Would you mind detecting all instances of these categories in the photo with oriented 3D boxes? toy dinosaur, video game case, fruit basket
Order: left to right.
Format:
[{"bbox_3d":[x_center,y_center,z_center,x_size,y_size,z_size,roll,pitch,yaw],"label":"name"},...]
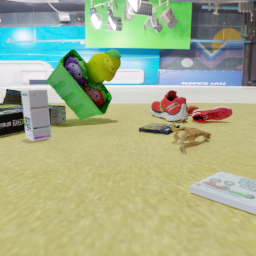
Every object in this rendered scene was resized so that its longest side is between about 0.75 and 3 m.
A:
[{"bbox_3d":[-1.298,-1.825,10.146,2.580,2.580,1.861,2,32,9],"label":"fruit basket"},{"bbox_3d":[0.985,0.013,8.655,0.943,0.133,1.044,6,13,29],"label":"video game case"},{"bbox_3d":[1.462,0.161,6.849,0.917,0.522,1.727,11,15,40],"label":"toy dinosaur"},{"bbox_3d":[1.567,0.887,4.007,0.921,0.120,1.011,-10,14,-43],"label":"video game case"}]

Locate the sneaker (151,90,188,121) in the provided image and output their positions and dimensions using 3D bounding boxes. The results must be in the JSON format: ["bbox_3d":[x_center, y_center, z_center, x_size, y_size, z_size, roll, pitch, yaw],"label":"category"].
[{"bbox_3d":[1.681,-0.960,11.151,1.010,1.113,2.622,-3,11,-18],"label":"sneaker"}]

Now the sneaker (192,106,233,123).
[{"bbox_3d":[3.026,-0.402,10.140,1.448,0.567,0.836,-9,15,22],"label":"sneaker"}]

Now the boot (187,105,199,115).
[{"bbox_3d":[2.547,-0.696,11.896,1.063,0.399,0.570,-8,16,-3],"label":"boot"}]

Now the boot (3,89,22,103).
[{"bbox_3d":[-4.596,-1.224,12.670,1.997,0.968,0.746,-1,17,-36],"label":"boot"}]

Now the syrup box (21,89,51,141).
[{"bbox_3d":[-2.416,-0.356,7.377,0.535,1.315,0.518,-10,14,-38],"label":"syrup box"}]

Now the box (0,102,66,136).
[{"bbox_3d":[-4.112,-0.404,9.330,2.872,0.707,2.974,8,13,26],"label":"box"}]
